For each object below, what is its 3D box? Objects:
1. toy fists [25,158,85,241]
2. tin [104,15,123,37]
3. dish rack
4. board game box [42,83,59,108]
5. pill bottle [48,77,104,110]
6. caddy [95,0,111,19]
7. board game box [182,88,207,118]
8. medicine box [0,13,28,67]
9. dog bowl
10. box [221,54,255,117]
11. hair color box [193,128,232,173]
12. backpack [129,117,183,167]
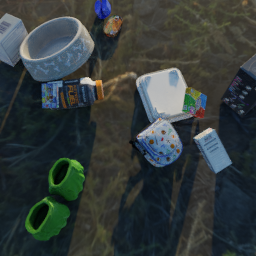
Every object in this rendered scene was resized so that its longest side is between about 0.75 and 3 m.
[{"bbox_3d":[-2.170,2.184,8.671,0.876,1.299,2.548,11,65,25],"label":"toy fists"},{"bbox_3d":[-0.638,-4.412,12.107,0.640,0.239,1.144,21,68,4],"label":"tin"},{"bbox_3d":[1.465,-1.306,10.599,1.901,0.482,2.215,-14,69,-9],"label":"dish rack"},{"bbox_3d":[-2.570,-1.066,9.259,0.548,0.139,0.809,0,92,15],"label":"board game box"},{"bbox_3d":[-1.896,-1.293,10.294,1.969,1.046,1.046,-8,67,-3],"label":"pill bottle"},{"bbox_3d":[-1.093,-5.242,12.339,0.642,0.476,0.907,-12,66,20],"label":"caddy"},{"bbox_3d":[2.398,-0.884,10.042,0.225,1.115,0.853,4,82,45],"label":"board game box"},{"bbox_3d":[-4.622,-3.420,10.994,0.744,1.446,1.317,27,69,11],"label":"medicine box"},{"bbox_3d":[-2.769,-3.102,10.639,2.901,0.851,2.901,-11,52,14],"label":"dog bowl"},{"bbox_3d":[4.352,-1.523,9.811,1.283,2.099,1.113,-40,72,-16],"label":"box"},{"bbox_3d":[2.632,0.701,8.717,0.634,0.384,1.267,-31,103,-3],"label":"hair color box"},{"bbox_3d":[1.099,0.528,9.425,1.547,1.192,1.474,-38,93,-15],"label":"backpack"}]
